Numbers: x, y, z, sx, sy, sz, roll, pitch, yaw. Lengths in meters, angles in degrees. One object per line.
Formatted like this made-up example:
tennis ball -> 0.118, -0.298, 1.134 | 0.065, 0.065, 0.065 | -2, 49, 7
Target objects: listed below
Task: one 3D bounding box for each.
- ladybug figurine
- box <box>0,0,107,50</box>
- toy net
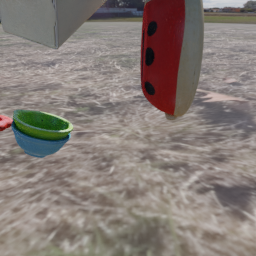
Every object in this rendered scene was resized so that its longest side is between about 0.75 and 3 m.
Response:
ladybug figurine -> 0.545, -1.073, 3.827 | 0.693, 1.927, 1.308 | 1, 0, -5
box -> -0.779, -2.218, 4.005 | 0.836, 1.004, 2.444 | 20, 47, 8
toy net -> -2.083, -0.101, 3.457 | 2.635, 0.509, 1.382 | 7, 21, -34
